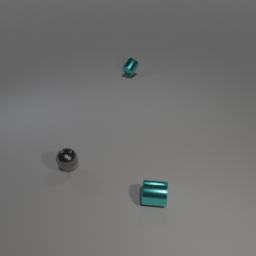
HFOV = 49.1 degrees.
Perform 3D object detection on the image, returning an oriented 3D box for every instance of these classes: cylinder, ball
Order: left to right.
[{"bbox_3d":[-1.981,0.997,9.087,0.700,0.700,0.700,0,33,0],"label":"ball"},{"bbox_3d":[0.143,-3.388,15.511,0.700,0.700,0.700,23,71,31],"label":"cylinder"},{"bbox_3d":[0.763,1.846,7.970,0.700,0.700,0.700,4,33,6],"label":"cylinder"}]
